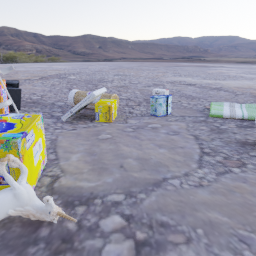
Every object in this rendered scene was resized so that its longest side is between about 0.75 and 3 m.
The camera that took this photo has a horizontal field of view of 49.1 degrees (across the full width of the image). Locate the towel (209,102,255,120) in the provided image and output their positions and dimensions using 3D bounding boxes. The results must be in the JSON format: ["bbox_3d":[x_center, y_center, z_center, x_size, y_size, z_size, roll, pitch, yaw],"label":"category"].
[{"bbox_3d":[4.875,-0.770,11.797,2.734,0.420,2.040,5,16,16],"label":"towel"}]

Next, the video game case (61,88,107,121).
[{"bbox_3d":[-1.702,-0.979,11.102,1.634,0.210,1.798,-37,6,15],"label":"video game case"}]

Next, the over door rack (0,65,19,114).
[{"bbox_3d":[-3.754,-0.793,8.715,0.974,2.160,2.924,-24,15,-6],"label":"over door rack"}]

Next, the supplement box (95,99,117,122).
[{"bbox_3d":[-0.848,-0.718,11.128,0.691,0.687,1.262,2,17,7],"label":"supplement box"}]

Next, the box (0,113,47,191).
[{"bbox_3d":[-2.936,0.571,5.754,2.054,1.301,2.132,-3,16,-6],"label":"box"}]

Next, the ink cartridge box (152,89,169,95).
[{"bbox_3d":[1.898,-2.069,16.296,0.797,0.330,0.585,11,20,33],"label":"ink cartridge box"}]

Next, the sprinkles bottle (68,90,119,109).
[{"bbox_3d":[-1.581,-1.263,12.781,2.346,0.800,0.800,9,19,26],"label":"sprinkles bottle"}]

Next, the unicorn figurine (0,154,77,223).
[{"bbox_3d":[-1.911,1.126,4.460,1.883,1.293,0.695,-21,9,-3],"label":"unicorn figurine"}]

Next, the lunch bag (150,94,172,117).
[{"bbox_3d":[1.444,-0.946,11.664,0.970,0.825,0.618,-12,21,-35],"label":"lunch bag"}]

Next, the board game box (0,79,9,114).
[{"bbox_3d":[-4.899,-0.665,9.223,1.651,1.652,1.651,-5,18,-17],"label":"board game box"}]

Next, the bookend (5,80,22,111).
[{"bbox_3d":[-5.579,-1.301,11.737,2.617,1.213,2.634,-2,17,-36],"label":"bookend"}]
